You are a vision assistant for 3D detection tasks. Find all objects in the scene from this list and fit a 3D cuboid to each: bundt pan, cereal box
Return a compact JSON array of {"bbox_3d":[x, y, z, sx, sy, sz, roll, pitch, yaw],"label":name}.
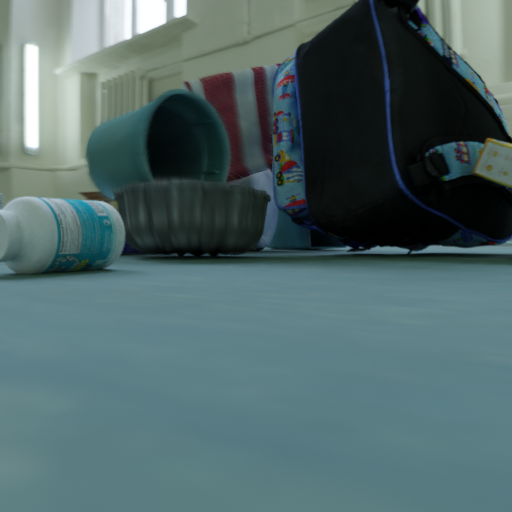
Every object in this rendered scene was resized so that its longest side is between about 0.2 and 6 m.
[{"bbox_3d":[-0.947,-0.464,8.311,2.341,0.879,2.341,1,-4,0],"label":"bundt pan"},{"bbox_3d":[4.821,-0.787,7.675,3.038,0.600,2.186,31,22,36],"label":"cereal box"}]

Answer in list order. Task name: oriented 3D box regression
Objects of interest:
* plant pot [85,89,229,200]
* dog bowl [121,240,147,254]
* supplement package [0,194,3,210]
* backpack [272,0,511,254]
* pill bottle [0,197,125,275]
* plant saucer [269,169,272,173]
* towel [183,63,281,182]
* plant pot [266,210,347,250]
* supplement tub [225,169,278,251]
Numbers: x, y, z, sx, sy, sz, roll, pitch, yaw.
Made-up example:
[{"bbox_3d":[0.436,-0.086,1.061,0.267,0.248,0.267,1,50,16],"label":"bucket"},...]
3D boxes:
[{"bbox_3d":[-1.781,-1.683,9.523,1.887,1.926,1.926,0,2,40],"label":"plant pot"},{"bbox_3d":[-2.660,-0.385,10.193,1.629,0.641,1.629,3,1,0],"label":"dog bowl"},{"bbox_3d":[-5.757,-0.595,10.316,1.554,1.106,1.995,-2,2,-40],"label":"supplement package"},{"bbox_3d":[2.716,-1.877,9.996,4.355,3.976,2.930,15,-26,-41],"label":"backpack"},{"bbox_3d":[-1.858,-0.183,5.118,0.689,0.689,1.243,1,3,31],"label":"pill bottle"},{"bbox_3d":[0.649,-1.999,12.903,1.562,0.287,1.559,-1,-2,-21],"label":"plant saucer"},{"bbox_3d":[0.036,-2.518,10.490,2.657,1.914,0.302,-19,24,-25],"label":"towel"},{"bbox_3d":[0.947,-0.733,13.100,1.299,1.298,1.838,-2,-4,-44],"label":"plant pot"},{"bbox_3d":[-1.225,-1.055,12.115,3.085,1.890,1.890,1,2,20],"label":"supplement tub"}]
